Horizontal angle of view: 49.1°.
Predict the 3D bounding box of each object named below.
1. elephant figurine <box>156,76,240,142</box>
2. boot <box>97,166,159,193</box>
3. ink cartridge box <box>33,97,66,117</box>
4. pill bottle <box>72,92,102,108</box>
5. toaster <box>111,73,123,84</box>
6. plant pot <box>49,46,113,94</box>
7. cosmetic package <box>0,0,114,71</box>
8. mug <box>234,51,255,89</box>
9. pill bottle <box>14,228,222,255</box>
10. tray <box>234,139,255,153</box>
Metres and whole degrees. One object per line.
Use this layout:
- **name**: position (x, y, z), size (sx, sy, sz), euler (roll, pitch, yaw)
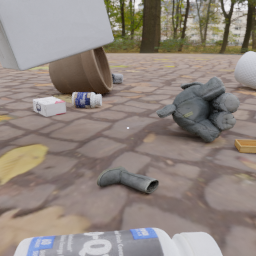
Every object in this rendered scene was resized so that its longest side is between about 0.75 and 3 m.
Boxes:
- **elephant figurine**: position (2.072, -0.550, 7.803), size (1.843, 1.681, 2.376), euler (42, 14, 0)
- **boot**: position (-0.003, 0.942, 4.840), size (0.843, 0.306, 0.766), euler (23, 30, 37)
- **ink cartridge box**: position (-2.735, -0.756, 9.731), size (0.754, 0.439, 1.041), euler (-14, 23, -38)
- **pill bottle**: position (-1.510, -1.033, 10.375), size (1.028, 0.570, 0.570), euler (1, 18, 4)
- **toaster**: position (-0.687, -2.819, 15.940), size (0.644, 0.566, 0.996), euler (-4, 15, -24)
- **plant pot**: position (-2.219, -2.668, 12.813), size (2.367, 2.714, 2.714), euler (-14, 15, 12)
- **cosmetic package**: position (-1.896, -2.455, 5.861), size (2.010, 1.998, 2.402), euler (-25, 23, -23)
- **mug**: position (6.797, -2.745, 13.869), size (2.235, 1.650, 1.959), euler (-14, 35, -30)
- **pill bottle**: position (-0.070, 1.365, 2.381), size (1.662, 0.945, 0.945), euler (-2, 18, -9)
- **tray**: position (3.032, 0.431, 6.523), size (0.949, 0.176, 0.468), euler (2, 18, 5)
